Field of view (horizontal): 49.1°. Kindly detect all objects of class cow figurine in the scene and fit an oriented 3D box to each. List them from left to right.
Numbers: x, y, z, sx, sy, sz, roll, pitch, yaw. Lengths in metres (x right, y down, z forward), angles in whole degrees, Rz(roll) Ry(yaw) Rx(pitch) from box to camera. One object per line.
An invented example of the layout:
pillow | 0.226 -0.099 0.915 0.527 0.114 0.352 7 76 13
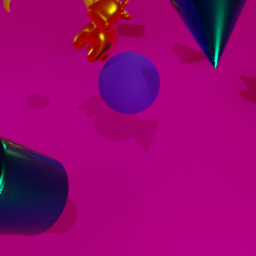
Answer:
cow figurine | -0.437 -1.894 5.332 0.739 1.324 1.346 44 19 3

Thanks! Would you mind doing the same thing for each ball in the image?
ball | 0.024 -0.904 5.694 1.257 1.257 1.257 0 43 0

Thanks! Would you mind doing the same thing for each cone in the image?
cone | 1.029 -1.208 3.413 1.032 1.032 1.035 -1 82 -1

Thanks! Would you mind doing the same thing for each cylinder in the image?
cylinder | -0.979 0.480 2.269 0.721 0.721 0.721 -11 64 24

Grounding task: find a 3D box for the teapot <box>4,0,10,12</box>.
teapot | -2.055 -2.340 4.152 0.805 1.294 0.634 20 73 22

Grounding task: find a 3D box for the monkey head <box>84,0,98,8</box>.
monkey head | -0.962 -4.162 9.075 1.168 0.840 0.704 37 78 -16
